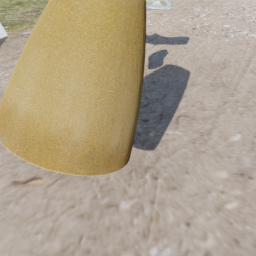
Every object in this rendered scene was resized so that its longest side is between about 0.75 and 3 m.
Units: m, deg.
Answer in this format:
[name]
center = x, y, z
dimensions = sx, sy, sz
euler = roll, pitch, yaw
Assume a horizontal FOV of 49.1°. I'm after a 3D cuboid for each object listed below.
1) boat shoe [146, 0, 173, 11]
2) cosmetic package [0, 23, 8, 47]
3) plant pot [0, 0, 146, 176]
[boat shoe]
center = 0.423, -4.711, 10.518
dimensions = 2.509, 0.804, 0.925
euler = -4, 41, 9
[cosmetic package]
center = -4.163, -2.089, 7.243
dimensions = 1.227, 0.893, 2.413
euler = -39, 17, -36
[plant pot]
center = -0.740, -1.054, 5.036
dimensions = 2.648, 2.841, 2.648
euler = 18, 21, -7
